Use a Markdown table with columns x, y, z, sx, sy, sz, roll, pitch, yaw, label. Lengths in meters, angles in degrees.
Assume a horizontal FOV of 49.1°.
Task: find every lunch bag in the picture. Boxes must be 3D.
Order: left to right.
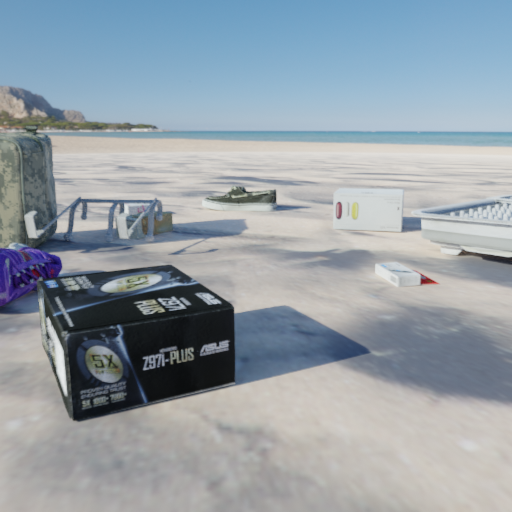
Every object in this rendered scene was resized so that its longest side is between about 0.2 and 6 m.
| x | y | z | sx | sy | sz | roll | pitch | yaw | label |
| --- | --- | --- | --- | --- | --- | --- | --- | --- | --- |
| -4.861 | -1.335 | 11.290 | 1.663 | 2.387 | 2.002 | 6 | 17 | 9 | lunch bag |

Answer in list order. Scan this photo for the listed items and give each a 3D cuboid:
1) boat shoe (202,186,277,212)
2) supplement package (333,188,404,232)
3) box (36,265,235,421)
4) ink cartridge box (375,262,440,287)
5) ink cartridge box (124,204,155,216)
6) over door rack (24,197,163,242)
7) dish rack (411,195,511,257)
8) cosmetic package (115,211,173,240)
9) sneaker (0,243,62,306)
| x | y | z | sx | sy | sz | roll | pitch | yaw | label |
| --- | --- | --- | --- | --- | --- | --- | --- | --- | --- |
| -0.481 | -1.678 | 16.183 | 2.188 | 0.697 | 0.774 | 2 | 13 | 6 | boat shoe |
| 2.706 | -1.122 | 13.422 | 1.585 | 0.879 | 1.235 | 3 | 13 | 15 | supplement package |
| -1.291 | 0.739 | 5.719 | 1.557 | 0.819 | 1.902 | -6 | 14 | -26 | box |
| 2.428 | 0.286 | 9.013 | 0.742 | 0.188 | 0.842 | -3 | 14 | -12 | ink cartridge box |
| -3.209 | -1.261 | 15.225 | 0.785 | 0.332 | 0.567 | -6 | 15 | -31 | ink cartridge box |
| -3.155 | -0.636 | 11.385 | 1.956 | 0.882 | 2.647 | 0 | 13 | 5 | over door rack |
| 5.453 | -0.538 | 10.669 | 4.171 | 0.908 | 3.579 | -10 | 14 | -35 | dish rack |
| -2.514 | -0.712 | 12.672 | 0.655 | 0.442 | 1.244 | 7 | 15 | 28 | cosmetic package |
| -3.334 | 0.215 | 8.073 | 0.860 | 0.832 | 2.062 | 5 | 13 | -4 | sneaker |
